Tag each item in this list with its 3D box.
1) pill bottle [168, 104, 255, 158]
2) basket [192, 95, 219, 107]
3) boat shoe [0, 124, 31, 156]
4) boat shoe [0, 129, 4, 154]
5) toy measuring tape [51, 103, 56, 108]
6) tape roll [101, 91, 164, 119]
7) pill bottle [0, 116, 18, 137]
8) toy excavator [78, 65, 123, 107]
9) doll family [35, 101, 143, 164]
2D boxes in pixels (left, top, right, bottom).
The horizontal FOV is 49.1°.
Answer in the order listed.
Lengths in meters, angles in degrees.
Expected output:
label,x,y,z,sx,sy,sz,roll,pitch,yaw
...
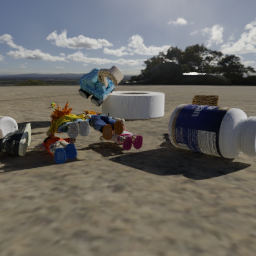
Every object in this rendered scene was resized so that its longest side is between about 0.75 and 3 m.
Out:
label,x,y,z,sx,sy,sz,roll,pitch,yaw
pill bottle,2.118,0.070,6.682,2.091,1.162,1.162,10,15,42
basket,3.896,-1.258,14.214,1.244,0.926,0.888,0,11,4
boat shoe,-2.848,0.234,7.254,0.593,0.630,1.753,2,12,-11
boat shoe,-3.278,0.435,6.153,0.741,0.781,2.063,-6,3,-13
toy measuring tape,-4.384,-1.371,16.528,0.285,0.285,0.774,0,11,-2
tape roll,0.211,-1.137,13.219,3.006,1.051,3.006,0,11,0
pill bottle,-4.004,-0.036,8.456,1.295,0.708,0.708,7,13,34
toy excavator,-1.114,-1.869,11.192,2.143,2.204,1.101,31,67,21
doll family,-1.001,-0.069,7.184,2.774,1.250,1.722,-6,12,-28
